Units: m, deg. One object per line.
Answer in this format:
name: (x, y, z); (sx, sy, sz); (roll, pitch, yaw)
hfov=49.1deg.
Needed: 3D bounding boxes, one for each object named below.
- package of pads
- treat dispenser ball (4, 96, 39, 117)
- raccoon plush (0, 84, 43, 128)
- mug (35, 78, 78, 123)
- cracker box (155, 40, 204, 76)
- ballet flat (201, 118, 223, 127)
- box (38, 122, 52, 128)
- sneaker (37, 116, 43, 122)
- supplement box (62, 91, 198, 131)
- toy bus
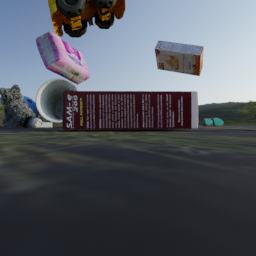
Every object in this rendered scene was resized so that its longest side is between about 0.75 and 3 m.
package of pads: (-1.757, -1.894, 7.749); (0.603, 0.961, 1.594); (-26, -16, 17)
treat dispenser ball: (-4.613, -0.712, 12.156); (1.397, 1.397, 1.397); (0, 1, 0)
raccoon plush: (-3.514, -0.778, 9.391); (2.061, 1.381, 0.997); (1, 16, 32)
mug: (-2.714, -0.740, 12.487); (1.801, 2.396, 2.699); (-30, -2, -5)
cracker box: (2.149, -2.920, 11.784); (1.924, 0.555, 1.289); (14, -24, 20)
ballet flat: (4.415, -0.297, 14.863); (1.396, 0.502, 0.502); (1, 0, -29)
box: (-3.375, -0.121, 10.728); (0.858, 0.216, 1.189); (-1, 3, -19)
sneaker: (-4.257, -0.230, 12.878); (0.615, 0.482, 1.238); (-8, -5, -25)
supplement box: (-0.004, -0.349, 6.076); (2.660, 0.810, 1.447); (-1, 1, -8)
toy bus: (-1.033, -3.012, 6.216); (1.638, 1.573, 1.112); (-18, -10, -8)
